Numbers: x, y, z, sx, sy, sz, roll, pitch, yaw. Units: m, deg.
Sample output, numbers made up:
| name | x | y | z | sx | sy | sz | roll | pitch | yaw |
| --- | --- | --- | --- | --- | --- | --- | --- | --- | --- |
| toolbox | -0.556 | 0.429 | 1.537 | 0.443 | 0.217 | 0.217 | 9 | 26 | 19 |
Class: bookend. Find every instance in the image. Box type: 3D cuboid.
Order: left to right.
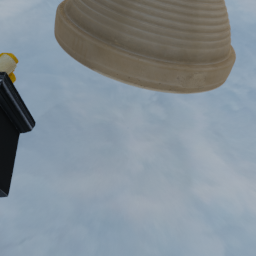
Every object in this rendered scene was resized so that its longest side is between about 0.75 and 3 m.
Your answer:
| name | x | y | z | sx | sy | sz | roll | pitch | yaw |
| --- | --- | --- | --- | --- | --- | --- | --- | --- | --- |
| bookend | -2.423 | 0.653 | 3.015 | 2.270 | 1.052 | 2.285 | -4 | 56 | 1 |

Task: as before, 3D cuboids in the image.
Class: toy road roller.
| name | x | y | z | sx | sy | sz | roll | pitch | yaw |
| --- | --- | --- | --- | --- | --- | --- | --- | --- | --- |
| toy road roller | -2.706 | -1.174 | 6.045 | 1.003 | 0.732 | 0.616 | 12 | 55 | 40 |

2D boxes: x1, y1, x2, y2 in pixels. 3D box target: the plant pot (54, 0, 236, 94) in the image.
| name | x | y | z | sx | sy | sz | roll | pitch | yaw |
| --- | --- | --- | --- | --- | --- | --- | --- | --- | --- |
| plant pot | 0.405 | -1.898 | 4.401 | 2.984 | 1.377 | 2.984 | 10 | 38 | -8 |
